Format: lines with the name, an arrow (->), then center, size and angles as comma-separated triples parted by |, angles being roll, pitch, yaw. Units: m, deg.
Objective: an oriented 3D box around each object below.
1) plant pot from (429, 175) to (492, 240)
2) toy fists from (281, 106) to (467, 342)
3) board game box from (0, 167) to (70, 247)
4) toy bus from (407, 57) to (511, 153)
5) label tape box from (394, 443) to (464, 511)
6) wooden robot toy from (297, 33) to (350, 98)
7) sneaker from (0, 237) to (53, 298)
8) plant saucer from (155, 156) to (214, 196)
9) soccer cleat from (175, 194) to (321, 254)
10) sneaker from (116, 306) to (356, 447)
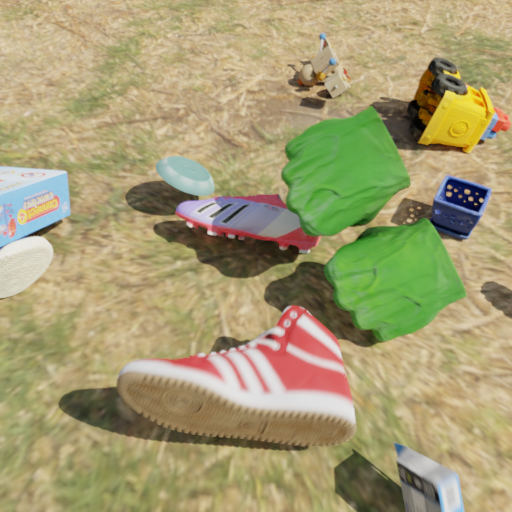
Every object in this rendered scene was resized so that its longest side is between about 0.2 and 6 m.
plant pot -> 3.537, -0.806, 9.839 | 0.840, 0.756, 0.841 | 23, 50, 20
toy fists -> 1.542, -0.395, 8.075 | 1.678, 3.292, 1.132 | -26, 2, 7
board game box -> -4.950, -0.789, 8.832 | 2.799, 0.799, 2.859 | 6, 20, 13
toy bus -> 4.333, -3.133, 11.844 | 1.899, 1.342, 1.978 | 14, 43, -4
label tape box -> 1.836, 2.602, 6.251 | 0.321, 0.696, 0.971 | -18, 12, -26
wooden robot toy -> 1.554, -4.280, 13.374 | 1.083, 1.051, 2.387 | -29, 42, 22
sneaker -> -4.668, 0.157, 8.708 | 2.665, 1.023, 1.483 | -34, 61, -23
plant saucer -> -1.228, -1.478, 9.988 | 1.131, 0.203, 1.131 | 23, 29, -14
soccer cleat -> -0.091, -0.703, 9.486 | 2.507, 0.958, 0.836 | 13, 2, 7
sneaker -> -0.194, 1.340, 6.954 | 2.826, 1.007, 1.589 | 13, 43, -9
